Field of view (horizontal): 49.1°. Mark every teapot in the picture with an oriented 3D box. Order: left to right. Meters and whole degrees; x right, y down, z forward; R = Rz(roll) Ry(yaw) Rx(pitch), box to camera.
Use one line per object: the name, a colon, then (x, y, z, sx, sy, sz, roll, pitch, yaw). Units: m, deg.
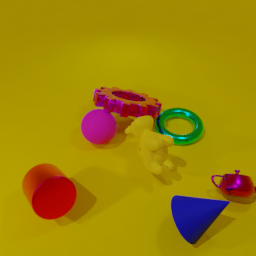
teapot: (2.696, 1.356, 6.835, 1.338, 0.832, 0.655, 8, 77, 3)

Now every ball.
ball: (-0.853, -0.038, 8.201, 1.044, 1.044, 1.044, 0, 43, 0)

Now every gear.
gear: (-0.019, -0.817, 8.769, 2.096, 0.388, 2.096, 11, 19, -4)

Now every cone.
cone: (1.646, 1.737, 5.884, 1.074, 1.070, 1.070, -31, 36, 26)

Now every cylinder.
cylinder: (-1.824, 1.431, 6.459, 1.001, 1.001, 1.001, -26, 24, -25)

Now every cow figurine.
cow figurine: (0.551, 0.427, 7.307, 0.797, 1.453, 1.430, -13, 14, -29)

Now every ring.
ring: (1.605, -0.086, 8.776, 1.533, 0.307, 1.533, 0, 45, 0)
